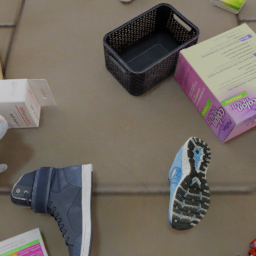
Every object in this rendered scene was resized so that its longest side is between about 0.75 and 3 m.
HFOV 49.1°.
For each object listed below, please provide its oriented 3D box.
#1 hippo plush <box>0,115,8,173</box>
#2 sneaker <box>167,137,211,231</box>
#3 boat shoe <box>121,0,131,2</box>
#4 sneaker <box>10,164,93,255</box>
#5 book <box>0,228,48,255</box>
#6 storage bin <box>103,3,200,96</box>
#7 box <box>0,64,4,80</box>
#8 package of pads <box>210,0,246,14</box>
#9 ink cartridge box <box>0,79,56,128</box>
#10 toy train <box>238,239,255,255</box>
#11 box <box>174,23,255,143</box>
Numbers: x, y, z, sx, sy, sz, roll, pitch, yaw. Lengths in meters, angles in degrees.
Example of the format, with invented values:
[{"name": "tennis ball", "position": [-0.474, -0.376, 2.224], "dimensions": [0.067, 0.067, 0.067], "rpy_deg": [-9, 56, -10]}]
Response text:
[{"name": "hippo plush", "position": [-3.888, 0.623, 7.416], "dimensions": [1.987, 2.006, 2.495], "rpy_deg": [-28, 61, -14]}, {"name": "sneaker", "position": [1.547, 1.505, 7.454], "dimensions": [0.963, 1.105, 2.456], "rpy_deg": [25, 61, -10]}, {"name": "boat shoe", "position": [0.218, -6.125, 11.378], "dimensions": [0.886, 0.732, 2.367], "rpy_deg": [22, 66, 10]}, {"name": "sneaker", "position": [-1.896, 2.258, 7.007], "dimensions": [2.058, 1.083, 2.848], "rpy_deg": [1, 54, -11]}, {"name": "book", "position": [-2.486, 3.770, 6.545], "dimensions": [1.569, 0.565, 2.349], "rpy_deg": [-15, 63, -27]}, {"name": "storage bin", "position": [0.746, -2.639, 9.378], "dimensions": [2.806, 1.315, 1.897], "rpy_deg": [-35, 69, -16]}, {"name": "box", "position": [-5.277, -1.843, 9.326], "dimensions": [2.036, 0.265, 2.491], "rpy_deg": [-20, 56, -9]}, {"name": "package of pads", "position": [4.014, -5.117, 11.077], "dimensions": [1.184, 0.404, 0.915], "rpy_deg": [31, 69, 13]}, {"name": "ink cartridge box", "position": [-3.536, -0.670, 8.316], "dimensions": [2.485, 1.456, 0.837], "rpy_deg": [-3, 60, -1]}, {"name": "toy train", "position": [3.400, 3.088, 7.102], "dimensions": [2.619, 0.447, 0.600], "rpy_deg": [-31, 56, -13]}, {"name": "box", "position": [3.307, -1.438, 8.744], "dimensions": [2.509, 1.379, 2.853], "rpy_deg": [-26, 66, -12]}]
